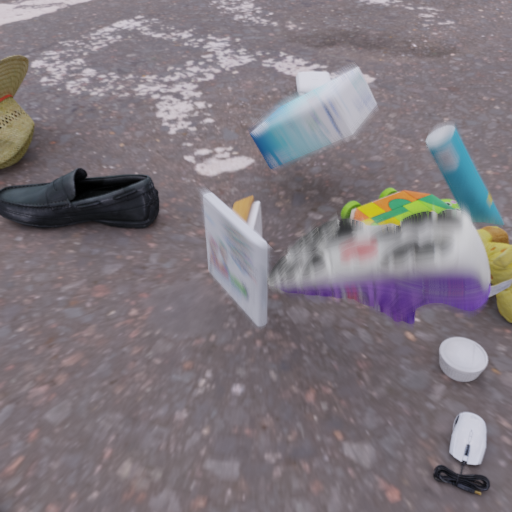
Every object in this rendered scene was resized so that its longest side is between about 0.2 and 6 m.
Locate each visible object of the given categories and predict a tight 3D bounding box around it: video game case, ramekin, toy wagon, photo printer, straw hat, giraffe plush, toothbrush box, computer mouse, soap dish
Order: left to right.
[{"bbox_3d":[-5.813,-2.770,12.485,1.442,3.407,3.407,45,43,-13],"label":"straw hat"},{"bbox_3d":[-0.324,0.039,8.393,0.193,1.480,1.626,-20,40,-24],"label":"video game case"},{"bbox_3d":[-0.229,-0.327,9.963,0.514,0.995,1.265,3,38,9],"label":"soap dish"},{"bbox_3d":[1.128,-2.688,11.023,2.040,0.870,1.493,-15,25,41],"label":"toothbrush box"},{"bbox_3d":[1.641,-4.810,15.830,0.993,0.414,1.193,1,39,1],"label":"photo printer"},{"bbox_3d":[3.075,-0.614,10.689,2.786,0.551,2.162,-21,45,-24],"label":"toy wagon"},{"bbox_3d":[3.032,1.553,8.273,0.683,0.318,0.683,0,39,0],"label":"ramekin"},{"bbox_3d":[2.717,2.452,7.235,0.660,0.264,1.204,14,42,18],"label":"computer mouse"},{"bbox_3d":[3.934,0.085,9.206,1.871,1.614,1.517,-2,25,-26],"label":"giraffe plush"}]

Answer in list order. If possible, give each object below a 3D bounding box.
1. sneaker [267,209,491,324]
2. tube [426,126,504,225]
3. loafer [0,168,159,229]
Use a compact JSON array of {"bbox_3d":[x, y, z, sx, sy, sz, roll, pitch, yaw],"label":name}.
[{"bbox_3d":[1.390,0.327,7.072,3.088,1.288,1.245,-1,37,49],"label":"sneaker"},{"bbox_3d":[3.146,-1.137,8.501,0.440,1.745,0.676,-43,26,-13],"label":"tube"},{"bbox_3d":[-3.509,-1.208,10.942,3.227,1.133,1.096,1,40,1],"label":"loafer"}]
